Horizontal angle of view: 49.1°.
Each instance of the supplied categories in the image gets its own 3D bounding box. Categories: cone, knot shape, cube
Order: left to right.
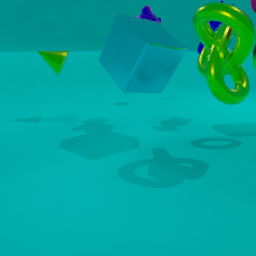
[{"bbox_3d":[-2.590,-2.357,9.369,0.946,0.942,0.942,23,13,-12],"label":"cone"},{"bbox_3d":[0.334,-1.843,7.128,1.388,1.388,1.388,-5,47,-39],"label":"cube"},{"bbox_3d":[1.920,-1.593,5.821,0.934,2.021,1.891,-13,24,10],"label":"knot shape"}]

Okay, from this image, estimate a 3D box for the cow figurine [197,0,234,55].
[{"bbox_3d":[2.864,-2.993,8.781,0.930,1.667,1.694,34,27,25],"label":"cow figurine"}]

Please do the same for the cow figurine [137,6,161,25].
[{"bbox_3d":[0.320,-2.811,8.723,1.741,0.956,1.713,-32,-11,13],"label":"cow figurine"}]

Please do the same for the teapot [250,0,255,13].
[{"bbox_3d":[2.768,-2.565,5.222,0.851,1.369,0.670,25,0,23],"label":"teapot"}]

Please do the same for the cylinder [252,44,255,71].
[{"bbox_3d":[4.641,-2.178,8.336,1.265,1.265,1.265,-6,18,-12],"label":"cylinder"}]
